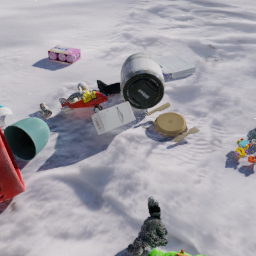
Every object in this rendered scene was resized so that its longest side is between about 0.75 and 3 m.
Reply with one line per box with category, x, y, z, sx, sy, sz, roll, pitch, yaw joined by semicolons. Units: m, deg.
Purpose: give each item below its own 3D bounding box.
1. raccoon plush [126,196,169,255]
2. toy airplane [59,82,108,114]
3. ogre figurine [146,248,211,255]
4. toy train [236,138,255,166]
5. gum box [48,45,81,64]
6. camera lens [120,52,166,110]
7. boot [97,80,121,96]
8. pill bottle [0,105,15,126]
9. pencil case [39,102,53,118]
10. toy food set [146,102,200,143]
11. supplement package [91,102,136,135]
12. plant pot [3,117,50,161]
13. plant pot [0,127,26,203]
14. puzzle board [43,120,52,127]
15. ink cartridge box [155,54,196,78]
raccoon plush;0.378;2.636;7.339;1.015;0.733;1.514;-3;66;-34
toy airplane;-2.084;-1.321;12.223;1.925;1.364;1.933;-11;13;-40
ogre figurine;1.117;3.522;6.395;2.246;1.102;1.346;-5;54;17
toy train;4.415;0.906;10.277;0.943;0.349;1.256;11;42;11
gum box;-3.762;-4.419;16.853;1.780;0.589;1.010;15;39;18
camera lens;0.634;-2.177;12.868;1.965;1.965;2.456;-1;37;-1
boot;-0.894;-2.051;13.898;1.065;0.484;1.268;-18;48;-16
pill bottle;-5.457;-0.589;11.783;1.455;0.806;0.806;22;43;25
pencil case;-3.653;-0.819;12.421;0.333;0.383;0.857;13;22;-44
toy food set;1.802;-0.145;11.638;1.418;0.412;2.053;-26;50;-19
supplement package;-0.574;-0.391;10.991;1.402;0.820;0.823;-23;0;-27
plant pot;-3.570;0.278;10.249;1.448;1.448;1.162;15;34;19
plant pot;-4.612;1.118;8.142;2.402;2.638;2.638;-21;43;-21
puzzle board;-3.910;0.038;11.547;1.000;0.115;1.327;11;40;14
ink cartridge box;2.426;-3.488;15.808;2.047;0.416;2.043;-15;40;-18
